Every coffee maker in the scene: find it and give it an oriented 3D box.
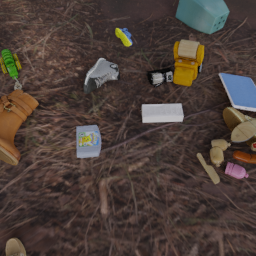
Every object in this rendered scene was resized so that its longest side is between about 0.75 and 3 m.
[{"bbox_3d":[1.326,-2.211,11.680,0.935,0.630,0.898,-11,53,-9],"label":"coffee maker"}]

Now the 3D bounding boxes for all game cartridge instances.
[{"bbox_3d":[-1.391,0.441,9.945,0.867,0.263,1.300,-4,53,-7],"label":"game cartridge"}]

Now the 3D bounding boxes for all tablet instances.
[{"bbox_3d":[4.518,-1.434,11.068,1.474,0.155,2.266,8,42,-7],"label":"tablet"}]

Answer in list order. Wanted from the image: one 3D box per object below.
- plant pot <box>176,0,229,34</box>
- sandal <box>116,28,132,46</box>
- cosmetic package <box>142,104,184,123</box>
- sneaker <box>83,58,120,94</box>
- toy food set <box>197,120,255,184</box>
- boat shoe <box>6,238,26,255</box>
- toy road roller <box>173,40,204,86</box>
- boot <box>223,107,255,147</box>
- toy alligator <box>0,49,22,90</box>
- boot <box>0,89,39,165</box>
[{"bbox_3d":[3.778,-5.796,13.882,1.533,1.532,2.169,-32,66,-21],"label":"plant pot"},{"bbox_3d":[-0.093,-4.412,13.418,0.579,0.528,1.330,-19,57,-19],"label":"sandal"},{"bbox_3d":[1.288,-0.556,10.588,1.510,0.382,0.623,-1,53,-1],"label":"cosmetic package"},{"bbox_3d":[-0.963,-2.094,11.523,1.192,0.775,2.065,17,54,9],"label":"sneaker"},{"bbox_3d":[3.686,0.824,9.291,2.541,0.400,1.615,-28,61,1],"label":"toy food set"},{"bbox_3d":[-2.991,3.564,7.462,0.499,0.451,1.399,-21,56,-15],"label":"boat shoe"},{"bbox_3d":[2.331,-2.492,11.166,1.089,1.772,1.294,15,69,19],"label":"toy road roller"},{"bbox_3d":[4.670,-0.221,10.094,1.648,0.772,2.120,-30,60,-20],"label":"boot"},{"bbox_3d":[-5.014,-2.668,11.975,0.757,0.693,2.553,-21,56,-15],"label":"toy alligator"},{"bbox_3d":[-4.087,-0.168,10.002,2.952,1.132,2.292,32,56,30],"label":"boot"}]
